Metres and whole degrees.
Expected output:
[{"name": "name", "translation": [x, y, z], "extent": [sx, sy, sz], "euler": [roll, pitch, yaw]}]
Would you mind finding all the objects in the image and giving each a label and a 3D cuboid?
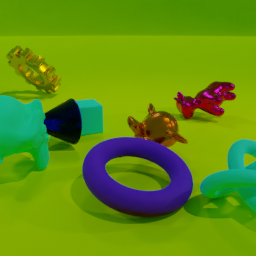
[{"name": "cow figurine", "translation": [2.138, -0.833, 8.002], "extent": [1.433, 0.799, 1.456], "euler": [22, 59, 43]}, {"name": "knot shape", "translation": [1.727, 0.713, 3.977], "extent": [1.422, 0.702, 1.519], "euler": [-15, 16, 5]}, {"name": "cube", "translation": [-1.072, -0.279, 7.032], "extent": [0.710, 0.710, 0.710], "euler": [-9, 22, -23]}, {"name": "monkey head", "translation": [-2.008, 0.158, 4.873], "extent": [1.191, 1.422, 1.977], "euler": [-11, 34, -13]}, {"name": "gear", "translation": [-3.473, -2.105, 10.379], "extent": [2.066, 2.066, 0.382], "euler": [14, 62, 33]}, {"name": "cone", "translation": [-1.640, -0.100, 5.855], "extent": [1.022, 1.018, 1.018], "euler": [-5, 20, -33]}, {"name": "ring", "translation": [0.159, 0.686, 4.411], "extent": [1.747, 0.349, 1.747], "euler": [9, 28, -5]}, {"name": "monkey head", "translation": [0.532, -0.037, 5.695], "extent": [0.877, 1.047, 1.456], "euler": [-40, 42, 3]}]
